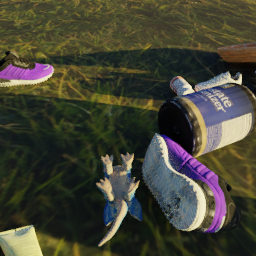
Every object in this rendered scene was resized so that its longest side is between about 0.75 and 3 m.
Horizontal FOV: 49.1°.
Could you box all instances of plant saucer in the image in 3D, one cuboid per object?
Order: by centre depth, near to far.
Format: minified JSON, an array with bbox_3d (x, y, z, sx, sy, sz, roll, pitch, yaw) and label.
[{"bbox_3d":[4.527,-2.673,9.742,2.728,0.511,2.728,-6,16,2],"label":"plant saucer"}]

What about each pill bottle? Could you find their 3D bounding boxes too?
[{"bbox_3d":[1.986,-0.259,6.242,2.400,1.342,1.342,-17,39,-23],"label":"pill bottle"},{"bbox_3d":[1.599,-1.155,8.247,0.449,0.449,0.820,-10,37,-14],"label":"pill bottle"}]

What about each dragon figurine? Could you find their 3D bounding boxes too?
[{"bbox_3d":[-0.117,1.123,4.417,0.625,1.056,2.125,-8,31,-2],"label":"dragon figurine"}]

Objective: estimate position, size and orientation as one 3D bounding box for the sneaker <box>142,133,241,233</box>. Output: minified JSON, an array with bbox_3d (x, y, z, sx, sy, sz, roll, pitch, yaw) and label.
[{"bbox_3d":[1.102,0.963,5.044,1.254,0.877,2.522,15,20,-18],"label":"sneaker"}]

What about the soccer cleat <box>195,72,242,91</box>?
[{"bbox_3d":[2.718,-1.394,8.433,1.439,0.621,0.503,-6,36,-7],"label":"soccer cleat"}]

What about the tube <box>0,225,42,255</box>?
[{"bbox_3d":[-1.407,1.971,3.991,0.395,0.442,1.523,-45,45,-7],"label":"tube"}]

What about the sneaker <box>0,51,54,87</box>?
[{"bbox_3d":[-3.426,-1.935,8.844,2.040,1.015,0.709,-10,37,-13],"label":"sneaker"}]
